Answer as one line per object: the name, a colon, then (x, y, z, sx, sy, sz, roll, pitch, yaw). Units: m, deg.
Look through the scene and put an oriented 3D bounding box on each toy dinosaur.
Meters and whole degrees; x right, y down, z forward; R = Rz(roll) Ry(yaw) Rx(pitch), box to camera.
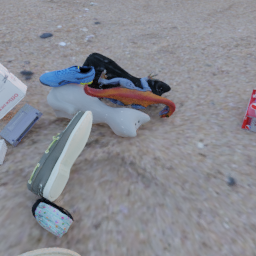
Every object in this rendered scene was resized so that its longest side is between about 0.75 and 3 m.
toy dinosaur: (0.212, -0.749, 8.083, 2.242, 1.297, 2.471, 20, 31, 13)

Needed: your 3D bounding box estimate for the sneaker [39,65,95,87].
sneaker: (-1.674, -1.507, 7.755, 1.516, 0.594, 0.500, -6, 60, -18)

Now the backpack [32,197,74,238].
backpack: (-1.505, 1.816, 5.660, 0.808, 0.674, 0.512, 21, 68, 26)

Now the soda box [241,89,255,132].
soda box: (3.896, -0.556, 8.561, 0.492, 0.544, 1.553, 17, 43, 20)

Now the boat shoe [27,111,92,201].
boat shoe: (-1.555, 0.518, 6.603, 0.692, 0.827, 2.315, 16, 67, 18)

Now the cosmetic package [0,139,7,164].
cosmetic package: (-3.983, 0.662, 7.221, 1.491, 0.377, 0.615, -4, 41, -6)

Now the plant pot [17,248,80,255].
plant pot: (-0.997, 2.737, 3.258, 1.851, 1.851, 1.694, -21, 34, -23)

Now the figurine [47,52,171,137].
figurine: (-0.456, -0.968, 8.637, 2.908, 1.283, 2.980, 20, 44, 16)

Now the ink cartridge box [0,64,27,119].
ink cartridge box: (-4.042, -1.251, 8.180, 1.250, 1.707, 0.706, -40, 29, 10)

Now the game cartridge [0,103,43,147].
game cartridge: (-3.031, -0.109, 7.927, 0.766, 0.227, 1.181, 26, 72, 38)
